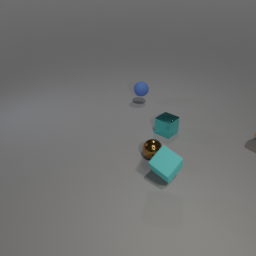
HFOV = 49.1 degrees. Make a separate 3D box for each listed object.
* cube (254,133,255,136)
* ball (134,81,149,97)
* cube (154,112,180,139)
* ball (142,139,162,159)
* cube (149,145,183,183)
[{"bbox_3d":[4.925,0.210,9.622,0.700,0.700,0.700,42,16,35],"label":"cube"},{"bbox_3d":[0.617,-1.818,13.051,0.700,0.700,0.700,0,31,0],"label":"ball"},{"bbox_3d":[1.528,-0.117,11.028,0.700,0.700,0.700,24,38,35],"label":"cube"},{"bbox_3d":[0.843,0.719,9.616,0.700,0.700,0.700,0,31,0],"label":"ball"},{"bbox_3d":[1.108,1.048,8.107,0.700,0.700,0.700,37,78,24],"label":"cube"}]
